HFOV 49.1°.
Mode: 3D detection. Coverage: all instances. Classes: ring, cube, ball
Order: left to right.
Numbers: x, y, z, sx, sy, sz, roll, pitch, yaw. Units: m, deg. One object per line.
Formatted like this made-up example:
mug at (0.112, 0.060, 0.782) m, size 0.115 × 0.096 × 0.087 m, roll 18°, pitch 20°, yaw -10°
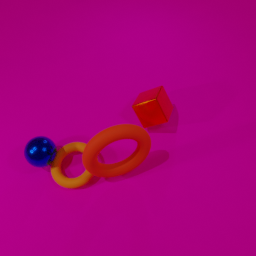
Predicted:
ball at (-2.372, 0.644, 7.613) m, size 0.861 × 0.861 × 0.861 m, roll 0°, pitch 59°, yaw 0°
ring at (-1.495, 1.014, 7.797) m, size 1.353 × 0.271 × 1.353 m, roll -5°, pitch 61°, yaw 8°
ring at (-0.259, 0.610, 7.041) m, size 1.809 × 1.809 × 0.362 m, roll -18°, pitch 49°, yaw -11°
cube at (0.742, -0.617, 8.256) m, size 0.825 × 0.825 × 0.825 m, roll -15°, pitch 28°, yaw 31°
